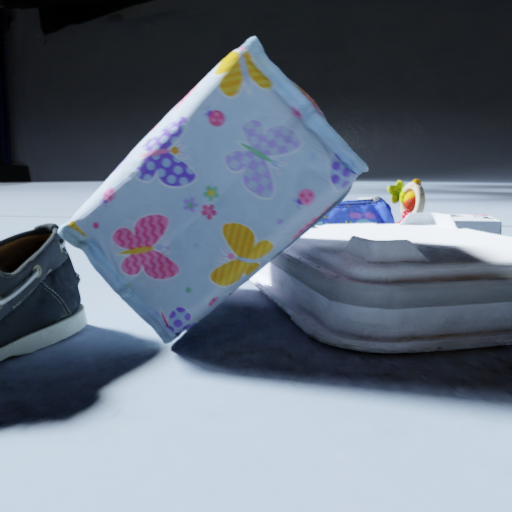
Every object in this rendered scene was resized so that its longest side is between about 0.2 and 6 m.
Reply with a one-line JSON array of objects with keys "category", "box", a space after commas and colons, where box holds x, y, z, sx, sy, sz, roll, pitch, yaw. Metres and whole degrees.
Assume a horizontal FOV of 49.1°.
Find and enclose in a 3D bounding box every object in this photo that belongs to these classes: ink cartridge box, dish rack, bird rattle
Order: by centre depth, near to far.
[{"category": "dish rack", "box": [1.837, 0.036, 6.743, 3.577, 0.907, 4.168, -3, 9, -14]}, {"category": "ink cartridge box", "box": [4.173, -0.502, 10.946, 0.922, 0.524, 1.265, 2, 10, 10]}, {"category": "bird rattle", "box": [3.159, -1.042, 11.637, 0.699, 1.241, 1.012, 9, -23, -10]}]

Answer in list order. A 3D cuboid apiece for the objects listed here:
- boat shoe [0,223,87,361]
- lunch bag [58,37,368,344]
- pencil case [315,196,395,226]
[{"category": "boat shoe", "box": [-2.411, 0.402, 4.069, 1.116, 1.051, 3.107, 4, 12, 17]}, {"category": "lunch bag", "box": [-0.255, -0.682, 5.796, 2.367, 1.774, 2.791, -42, 8, 9]}, {"category": "pencil case", "box": [1.123, -0.465, 9.194, 2.407, 1.046, 0.939, -3, 20, -9]}]
